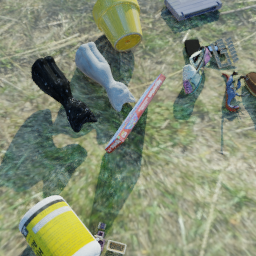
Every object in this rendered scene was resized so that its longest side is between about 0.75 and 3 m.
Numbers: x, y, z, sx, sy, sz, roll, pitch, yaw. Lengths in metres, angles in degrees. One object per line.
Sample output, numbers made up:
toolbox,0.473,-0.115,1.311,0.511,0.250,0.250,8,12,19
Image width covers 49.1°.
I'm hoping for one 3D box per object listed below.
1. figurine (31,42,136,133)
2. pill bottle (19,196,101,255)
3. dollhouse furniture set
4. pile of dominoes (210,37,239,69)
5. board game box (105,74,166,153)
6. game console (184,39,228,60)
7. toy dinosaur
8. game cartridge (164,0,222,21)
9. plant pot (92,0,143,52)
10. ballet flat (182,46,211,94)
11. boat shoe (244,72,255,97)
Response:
figurine,-1.456,-1.454,10.024,2.894,1.246,2.823,-29,72,-29
pill bottle,-1.586,3.095,7.252,1.384,1.384,2.488,-38,65,-20
dollhouse furniture set,-0.471,3.027,7.715,0.916,0.650,0.726,12,60,7
pile of dominoes,3.977,-3.096,11.566,0.957,0.195,1.227,-15,80,-4
board game box,0.254,-0.480,9.363,0.277,1.466,2.847,36,64,-4
game console,3.288,-3.361,11.821,1.739,0.210,1.026,-3,59,-3
toy dinosaur,3.953,-1.335,10.522,0.841,1.602,1.454,28,89,-15
game cartridge,3.053,-5.894,13.250,2.331,0.447,1.511,-20,57,-12
plant pot,-0.286,-4.243,11.507,1.934,1.934,1.819,-17,77,-10
ballet flat,2.543,-2.306,10.749,0.759,0.782,2.196,-1,51,50
boat shoe,5.240,-1.352,10.284,0.810,0.760,2.249,-26,62,-15
